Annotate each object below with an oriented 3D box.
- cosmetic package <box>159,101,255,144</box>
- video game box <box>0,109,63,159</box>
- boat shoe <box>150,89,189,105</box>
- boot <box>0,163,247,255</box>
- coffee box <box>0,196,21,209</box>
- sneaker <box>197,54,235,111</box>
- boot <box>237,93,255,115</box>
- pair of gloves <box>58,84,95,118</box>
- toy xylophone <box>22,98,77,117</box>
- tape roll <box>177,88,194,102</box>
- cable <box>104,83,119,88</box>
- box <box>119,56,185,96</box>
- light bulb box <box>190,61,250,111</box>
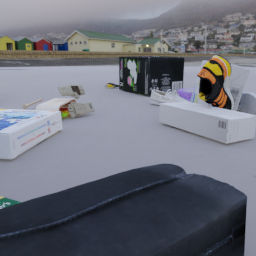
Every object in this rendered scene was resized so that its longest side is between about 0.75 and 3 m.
[{"bbox_3d":[1.770,-0.197,6.626,0.912,0.559,2.209,-9,17,-30],"label":"cosmetic package"},{"bbox_3d":[-2.892,0.016,5.904,2.331,0.546,2.124,3,12,10],"label":"video game box"},{"bbox_3d":[1.491,-1.056,9.823,0.591,0.582,1.668,-15,24,-42],"label":"boat shoe"},{"bbox_3d":[-0.791,0.721,2.313,2.837,0.931,2.338,-14,29,-33],"label":"boot"},{"bbox_3d":[-1.226,0.970,2.919,0.824,0.181,0.507,7,16,26],"label":"coffee box"},{"bbox_3d":[2.049,-0.826,6.830,0.841,1.869,0.654,-37,46,-13],"label":"sneaker"},{"bbox_3d":[3.916,-0.826,8.679,0.946,0.728,1.980,-8,15,-5],"label":"boot"},{"bbox_3d":[-1.534,-0.830,8.264,0.882,1.037,0.182,-22,-10,-47],"label":"pair of gloves"},{"bbox_3d":[-2.217,-0.573,8.273,1.332,0.457,1.819,4,15,16],"label":"toy xylophone"},{"bbox_3d":[2.590,-1.148,10.400,1.531,0.502,1.531,-1,15,0],"label":"tape roll"},{"bbox_3d":[-0.667,-2.226,15.290,1.274,0.321,0.619,11,-3,-6],"label":"cable"},{"bbox_3d":[1.047,-2.582,13.493,2.050,1.715,2.760,-8,18,-29],"label":"box"},{"bbox_3d":[2.708,-1.223,8.507,0.931,1.479,1.492,12,14,-7],"label":"light bulb box"}]
